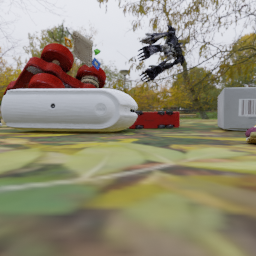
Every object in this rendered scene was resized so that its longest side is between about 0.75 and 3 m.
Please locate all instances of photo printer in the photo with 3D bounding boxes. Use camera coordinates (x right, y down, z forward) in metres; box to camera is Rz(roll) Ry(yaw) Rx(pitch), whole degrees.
[{"bbox_3d":[-1.114,-0.392,6.535,2.664,0.925,2.216,1,1,8],"label":"photo printer"}]

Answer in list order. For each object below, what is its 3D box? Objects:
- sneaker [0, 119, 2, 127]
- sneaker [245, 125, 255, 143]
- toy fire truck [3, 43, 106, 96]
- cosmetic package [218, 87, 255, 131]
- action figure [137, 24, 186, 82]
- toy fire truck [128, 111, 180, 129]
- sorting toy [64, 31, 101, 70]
[{"bbox_3d":[-4.975,-0.489,9.046,1.913,0.949,0.676,-1,4,11],"label":"sneaker"},{"bbox_3d":[1.844,-0.078,3.581,0.438,0.527,1.169,2,3,44],"label":"sneaker"},{"bbox_3d":[-2.134,-1.008,8.851,2.907,1.630,2.441,28,-40,-28],"label":"toy fire truck"},{"bbox_3d":[3.112,-0.472,7.488,1.321,1.115,2.473,1,-1,17],"label":"cosmetic package"},{"bbox_3d":[1.209,-2.864,10.644,1.501,1.749,2.942,-5,23,33],"label":"action figure"},{"bbox_3d":[0.838,-0.258,8.671,2.094,0.510,1.477,-1,2,-17],"label":"toy fire truck"},{"bbox_3d":[-1.185,-2.139,7.539,1.388,0.781,0.189,38,54,19],"label":"sorting toy"}]
